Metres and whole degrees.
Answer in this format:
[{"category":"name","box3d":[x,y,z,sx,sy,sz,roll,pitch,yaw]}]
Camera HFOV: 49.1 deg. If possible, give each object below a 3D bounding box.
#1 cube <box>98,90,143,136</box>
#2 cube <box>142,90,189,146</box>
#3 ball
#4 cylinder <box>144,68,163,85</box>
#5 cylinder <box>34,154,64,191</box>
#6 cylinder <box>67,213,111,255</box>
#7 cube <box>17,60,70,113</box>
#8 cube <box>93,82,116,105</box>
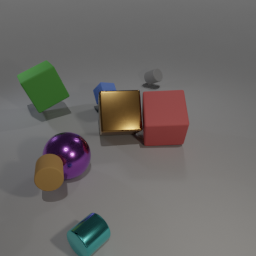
[{"category":"cube","box3d":[-0.323,-0.496,9.991,1.400,1.400,1.400,-3,-6,-8]},{"category":"cube","box3d":[1.230,-0.325,9.665,1.400,1.400,1.400,-2,59,1]},{"category":"ball","box3d":[-1.801,0.814,8.271,1.400,1.400,1.400,0,29,0]},{"category":"cylinder","box3d":[1.322,-2.680,14.596,0.700,0.700,0.700,-28,12,-40]},{"category":"cylinder","box3d":[-1.996,1.117,7.098,0.700,0.700,0.700,-7,25,-12]},{"category":"cylinder","box3d":[-0.864,2.358,6.172,0.700,0.700,0.700,22,36,34]},{"category":"cube","box3d":[-3.449,-1.713,11.389,1.400,1.400,1.400,-31,33,-12]},{"category":"cube","box3d":[-0.954,-1.449,11.852,0.700,0.700,0.700,-3,69,-38]}]
